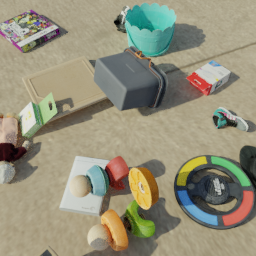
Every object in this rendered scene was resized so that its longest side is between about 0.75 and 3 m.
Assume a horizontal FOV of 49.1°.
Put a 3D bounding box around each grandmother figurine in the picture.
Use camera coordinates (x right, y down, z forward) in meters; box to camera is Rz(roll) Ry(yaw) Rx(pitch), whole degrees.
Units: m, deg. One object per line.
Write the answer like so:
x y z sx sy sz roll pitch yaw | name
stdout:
-3.926 0.620 8.998 1.495 0.747 2.465 -6 56 -9 | grandmother figurine

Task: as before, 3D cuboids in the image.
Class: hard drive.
-1.245 1.698 8.445 1.152 0.233 1.746 7 53 5 | hard drive

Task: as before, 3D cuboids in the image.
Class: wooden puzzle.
-2.351 -1.531 10.779 2.723 0.548 2.943 -24 52 -17 | wooden puzzle

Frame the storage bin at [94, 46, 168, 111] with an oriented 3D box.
-0.022 -1.759 9.891 1.629 1.765 2.426 -19 54 -33 | storage bin

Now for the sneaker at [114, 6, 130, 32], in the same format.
-0.270 -5.279 13.500 0.878 0.645 1.941 -2 55 -5 | sneaker

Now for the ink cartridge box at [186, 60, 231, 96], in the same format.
3.103 -1.905 10.989 1.618 0.544 0.940 -33 60 -23 | ink cartridge box

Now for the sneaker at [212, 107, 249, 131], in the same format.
3.420 -0.191 9.673 0.781 0.541 1.293 -30 50 -26 | sneaker

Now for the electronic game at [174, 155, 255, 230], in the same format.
2.510 1.799 8.207 2.322 0.483 2.322 0 52 0 | electronic game

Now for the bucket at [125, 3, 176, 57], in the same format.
0.955 -4.254 12.226 2.211 1.439 2.211 0 53 1 | bucket

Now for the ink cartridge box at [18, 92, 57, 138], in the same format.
-3.109 -0.492 9.567 1.452 0.348 1.057 -40 52 19 | ink cartridge box

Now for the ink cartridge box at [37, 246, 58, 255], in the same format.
-1.934 3.532 6.086 0.665 1.770 1.458 38 60 25 | ink cartridge box

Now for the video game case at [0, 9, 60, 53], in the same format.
-4.706 -4.593 13.127 2.066 0.408 2.280 -38 61 -25 | video game case

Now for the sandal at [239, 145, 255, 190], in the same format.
4.155 1.517 8.335 0.970 0.618 2.582 -6 53 -5 | sandal

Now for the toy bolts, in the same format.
-0.498 1.751 7.272 1.632 2.248 2.353 -15 45 -26 | toy bolts
